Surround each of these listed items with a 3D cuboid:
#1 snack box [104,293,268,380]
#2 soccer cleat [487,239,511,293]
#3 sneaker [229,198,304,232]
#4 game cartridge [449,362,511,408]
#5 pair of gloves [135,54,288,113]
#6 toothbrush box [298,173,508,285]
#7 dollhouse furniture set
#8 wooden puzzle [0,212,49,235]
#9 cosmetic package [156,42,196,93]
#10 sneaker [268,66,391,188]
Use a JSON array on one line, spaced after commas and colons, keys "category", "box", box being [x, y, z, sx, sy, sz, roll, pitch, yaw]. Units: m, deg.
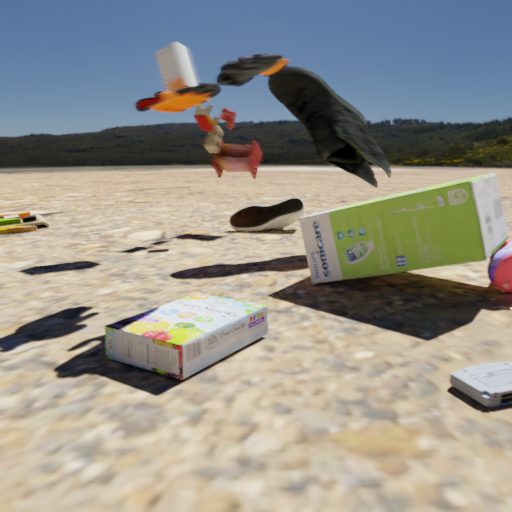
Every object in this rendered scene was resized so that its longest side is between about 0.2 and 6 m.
[{"category": "snack box", "box": [-0.757, 0.854, 6.435, 1.134, 0.422, 1.594, 8, 14, 34]}, {"category": "soccer cleat", "box": [4.140, 0.092, 9.116, 2.209, 0.737, 0.845, -7, 28, -44]}, {"category": "sneaker", "box": [0.304, -0.909, 14.816, 2.002, 0.729, 0.847, -11, -28, -2]}, {"category": "game cartridge", "box": [2.352, 1.215, 5.388, 0.881, 0.178, 0.588, -4, 16, -19]}, {"category": "pair of gloves", "box": [-0.595, -2.629, 8.644, 2.146, 0.265, 1.912, -16, 10, 24]}, {"category": "toothbrush box", "box": [2.456, -0.452, 9.287, 2.810, 1.210, 2.046, -9, 5, 33]}, {"category": "dollhouse furniture set", "box": [-0.728, -2.844, 14.162, 1.101, 0.832, 2.046, 4, -25, 22]}, {"category": "wooden puzzle", "box": [-6.682, -0.963, 15.400, 1.889, 0.327, 2.799, -8, 14, -33]}, {"category": "cosmetic package", "box": [-1.774, -4.108, 12.609, 0.594, 1.172, 0.418, -19, -5, 21]}, {"category": "sneaker", "box": [1.556, -2.756, 12.014, 3.077, 1.605, 0.924, 27, -43, -22]}]
